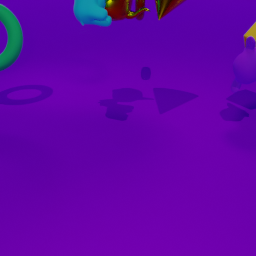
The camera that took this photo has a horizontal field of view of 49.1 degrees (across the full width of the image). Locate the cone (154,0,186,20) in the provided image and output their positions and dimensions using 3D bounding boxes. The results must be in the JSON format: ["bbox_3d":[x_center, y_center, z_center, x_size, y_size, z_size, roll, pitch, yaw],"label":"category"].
[{"bbox_3d":[0.904,-2.926,5.853,1.675,1.675,1.681,14,73,23],"label":"cone"}]

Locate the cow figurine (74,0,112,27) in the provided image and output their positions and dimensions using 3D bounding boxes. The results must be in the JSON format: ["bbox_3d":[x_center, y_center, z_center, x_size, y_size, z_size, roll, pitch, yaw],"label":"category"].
[{"bbox_3d":[-0.890,-2.685,5.500,1.304,1.325,0.728,11,1,12],"label":"cow figurine"}]

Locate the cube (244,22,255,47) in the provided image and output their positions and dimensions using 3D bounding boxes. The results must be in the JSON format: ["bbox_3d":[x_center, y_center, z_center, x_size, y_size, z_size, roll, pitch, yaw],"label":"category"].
[{"bbox_3d":[3.763,-2.284,7.306,0.970,0.970,0.970,-49,56,0],"label":"cube"}]

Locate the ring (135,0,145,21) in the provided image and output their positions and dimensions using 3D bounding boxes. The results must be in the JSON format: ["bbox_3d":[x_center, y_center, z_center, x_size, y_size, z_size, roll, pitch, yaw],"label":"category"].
[{"bbox_3d":[0.373,-4.110,8.662,0.296,1.478,1.478,1,31,0],"label":"ring"}]

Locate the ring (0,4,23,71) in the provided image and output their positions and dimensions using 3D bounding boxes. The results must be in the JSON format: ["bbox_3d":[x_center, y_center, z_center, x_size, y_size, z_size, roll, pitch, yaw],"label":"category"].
[{"bbox_3d":[-3.835,-2.476,7.645,1.912,1.912,0.382,0,7,0],"label":"ring"}]

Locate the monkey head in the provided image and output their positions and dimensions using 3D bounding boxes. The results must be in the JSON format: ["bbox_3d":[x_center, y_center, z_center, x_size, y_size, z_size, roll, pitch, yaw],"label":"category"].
[{"bbox_3d":[2.902,-1.596,6.826,0.860,1.427,1.026,-9,41,-17],"label":"monkey head"}]

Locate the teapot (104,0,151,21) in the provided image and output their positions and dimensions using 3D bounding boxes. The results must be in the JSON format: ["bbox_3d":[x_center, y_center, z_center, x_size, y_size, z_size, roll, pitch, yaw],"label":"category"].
[{"bbox_3d":[-0.297,-3.090,6.597,1.760,0.862,1.095,36,42,-6],"label":"teapot"}]
